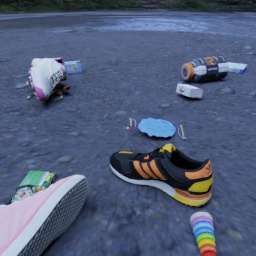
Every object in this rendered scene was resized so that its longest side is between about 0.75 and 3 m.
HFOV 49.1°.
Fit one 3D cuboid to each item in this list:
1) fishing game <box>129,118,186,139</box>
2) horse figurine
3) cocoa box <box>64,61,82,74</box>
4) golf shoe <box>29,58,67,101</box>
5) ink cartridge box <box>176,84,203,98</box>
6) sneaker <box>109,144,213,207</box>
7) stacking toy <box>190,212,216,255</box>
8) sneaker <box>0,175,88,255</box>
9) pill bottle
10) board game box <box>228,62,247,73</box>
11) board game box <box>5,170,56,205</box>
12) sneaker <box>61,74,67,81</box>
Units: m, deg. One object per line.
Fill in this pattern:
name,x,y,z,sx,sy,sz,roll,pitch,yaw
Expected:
fishing game,0.873,0.022,8.644,1.701,0.264,1.218,6,28,-4
horse figurine,-3.266,-1.600,11.484,1.967,0.491,1.304,-3,34,-1
cocoa box,-2.774,-3.071,14.223,0.786,0.524,0.516,-11,30,-20
golf shoe,-3.097,-2.074,10.997,1.352,1.112,2.953,-14,39,-5
ink cartridge box,2.437,-1.471,11.127,0.645,0.364,0.879,2,18,-27
sneaker,0.684,0.752,6.258,2.521,1.134,0.882,17,32,30
stacking toy,1.329,1.950,4.828,0.418,0.418,0.979,2,32,4
sneaker,-1.868,1.540,4.898,1.364,0.982,2.609,18,36,21
pill bottle,3.526,-2.703,12.957,2.026,1.076,1.076,-10,29,-18
board game box,5.596,-3.183,14.750,1.092,0.238,1.097,15,31,27
board game box,-2.110,1.374,6.161,0.661,0.148,1.262,2,28,8
sneaker,-3.673,-2.855,13.542,1.845,0.786,0.720,18,33,32
